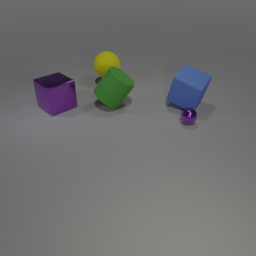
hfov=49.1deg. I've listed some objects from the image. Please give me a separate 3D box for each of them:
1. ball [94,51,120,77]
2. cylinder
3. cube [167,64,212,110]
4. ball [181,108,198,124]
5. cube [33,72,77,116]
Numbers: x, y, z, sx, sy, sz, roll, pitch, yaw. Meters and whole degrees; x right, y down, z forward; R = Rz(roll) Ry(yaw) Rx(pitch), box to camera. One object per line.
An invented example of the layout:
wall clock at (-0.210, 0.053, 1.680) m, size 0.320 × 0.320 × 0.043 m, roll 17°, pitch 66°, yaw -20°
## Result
ball at (-1.140, -3.412, 15.118) m, size 1.400 × 1.400 × 1.400 m, roll 0°, pitch 32°, yaw 0°
cylinder at (-0.641, -1.874, 12.971) m, size 1.400 × 1.400 × 1.400 m, roll 33°, pitch 24°, yaw -17°
cube at (2.847, -1.854, 13.082) m, size 1.400 × 1.400 × 1.400 m, roll 29°, pitch 49°, yaw 15°
ball at (2.616, -0.519, 11.987) m, size 0.700 × 0.700 × 0.700 m, roll 0°, pitch 32°, yaw 0°
cube at (-3.393, -1.623, 13.147) m, size 1.400 × 1.400 × 1.400 m, roll -26°, pitch 41°, yaw -35°
